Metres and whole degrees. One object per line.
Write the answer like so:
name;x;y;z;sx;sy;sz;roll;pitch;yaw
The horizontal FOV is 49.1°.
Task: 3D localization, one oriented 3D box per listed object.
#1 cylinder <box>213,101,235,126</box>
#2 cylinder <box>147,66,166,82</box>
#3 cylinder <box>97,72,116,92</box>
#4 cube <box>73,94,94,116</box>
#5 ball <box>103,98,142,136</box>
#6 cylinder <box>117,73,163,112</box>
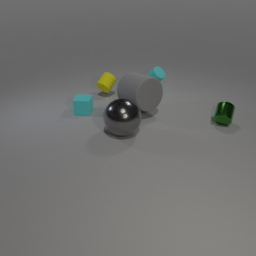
cylinder;3.788;-0.569;11.030;0.700;0.700;0.700;13;63;21
cylinder;1.369;-2.551;13.812;0.700;0.700;0.700;17;56;-27
cylinder;-1.031;-2.188;13.456;0.700;0.700;0.700;19;67;30
cube;-1.919;-0.993;12.048;0.700;0.700;0.700;3;29;6
ball;-0.200;-0.394;10.258;1.400;1.400;1.400;0;29;0
cylinder;0.480;-1.508;11.618;1.400;1.400;1.400;-19;27;-30
